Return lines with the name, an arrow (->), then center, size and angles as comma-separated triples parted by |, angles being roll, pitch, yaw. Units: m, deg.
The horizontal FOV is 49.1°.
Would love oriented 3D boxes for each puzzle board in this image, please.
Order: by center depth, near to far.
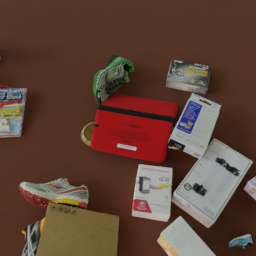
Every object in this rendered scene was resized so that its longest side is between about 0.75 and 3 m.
puzzle board -> -5.619, -0.625, 11.139 | 2.924, 0.254, 2.203 | -3, 63, -1

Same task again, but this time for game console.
game console -> 0.322, -0.101, 10.774 | 2.851, 1.692, 2.457 | 10, 87, 14

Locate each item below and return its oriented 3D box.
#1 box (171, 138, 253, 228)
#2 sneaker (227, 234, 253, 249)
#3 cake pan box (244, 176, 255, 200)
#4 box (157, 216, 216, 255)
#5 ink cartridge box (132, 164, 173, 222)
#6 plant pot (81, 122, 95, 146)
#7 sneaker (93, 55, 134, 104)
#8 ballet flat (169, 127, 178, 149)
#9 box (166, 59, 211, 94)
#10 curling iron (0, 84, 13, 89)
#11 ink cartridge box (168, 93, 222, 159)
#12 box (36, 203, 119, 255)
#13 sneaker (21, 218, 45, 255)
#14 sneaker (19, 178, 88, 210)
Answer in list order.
box -> 2.810, 1.767, 9.369 | 1.527, 0.787, 2.618 | 33, 63, 20
sneaker -> 3.432, 3.497, 8.507 | 0.811, 0.318, 0.365 | -12, 60, -8
cake pan box -> 5.135, 2.146, 9.000 | 1.875, 0.533, 2.036 | -24, 52, -25
box -> 1.650, 3.485, 8.014 | 0.786, 1.125, 1.478 | -33, 62, -21
ink cartridge box -> 0.817, 2.105, 9.204 | 1.200, 0.696, 1.626 | 6, 57, 5
plant pot -> -1.246, 0.194, 10.811 | 1.137, 0.156, 1.137 | 0, 56, -1
sneaker -> -0.613, -2.061, 11.704 | 1.157, 1.059, 2.715 | 16, 57, 19
ballet flat -> 1.408, 0.273, 10.393 | 2.585, 0.898, 0.898 | 15, 58, 10
box -> 2.652, -2.274, 12.291 | 1.767, 0.427, 1.399 | 13, 57, 9
curling iron -> -5.731, -1.771, 12.047 | 2.177, 0.278, 0.540 | 22, 59, 14
ink cartridge box -> 2.445, -0.166, 10.040 | 1.227, 0.481, 2.592 | 26, 53, 9
box -> -1.395, 3.248, 8.120 | 2.253, 0.240, 1.842 | 16, 47, -14
sneaker -> -2.582, 3.813, 8.032 | 0.901, 0.913, 2.334 | -14, 52, 4
sneaker -> -2.404, 2.120, 9.188 | 2.296, 0.894, 0.943 | 13, 50, -2
